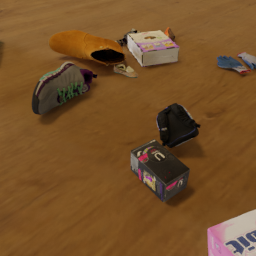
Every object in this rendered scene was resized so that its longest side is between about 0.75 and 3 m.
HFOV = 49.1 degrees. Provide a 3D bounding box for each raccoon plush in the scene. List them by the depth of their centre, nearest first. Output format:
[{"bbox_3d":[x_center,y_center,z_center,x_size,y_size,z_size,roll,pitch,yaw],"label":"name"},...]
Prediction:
[{"bbox_3d":[-0.052,-4.187,12.777,1.331,0.644,0.892,-5,32,-6],"label":"raccoon plush"}]

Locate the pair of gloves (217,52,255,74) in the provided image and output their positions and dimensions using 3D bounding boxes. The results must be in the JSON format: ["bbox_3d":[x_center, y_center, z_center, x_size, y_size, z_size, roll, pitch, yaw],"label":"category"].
[{"bbox_3d":[4.514,-2.566,11.095,1.943,0.221,1.562,-14,40,-18],"label":"pair of gloves"}]

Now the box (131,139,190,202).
[{"bbox_3d":[0.704,0.949,6.482,0.761,0.661,1.246,-26,47,-28],"label":"box"}]

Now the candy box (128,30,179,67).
[{"bbox_3d":[0.999,-3.362,11.681,1.573,0.671,1.875,-12,42,-14],"label":"candy box"}]

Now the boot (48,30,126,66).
[{"bbox_3d":[-1.630,-3.113,10.911,2.943,1.035,2.107,0,27,-12],"label":"boot"}]

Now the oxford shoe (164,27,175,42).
[{"bbox_3d":[1.932,-4.278,13.061,0.485,0.474,1.330,21,43,-7],"label":"oxford shoe"}]

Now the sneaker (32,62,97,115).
[{"bbox_3d":[-1.952,-1.316,8.986,1.219,1.037,2.786,14,41,9],"label":"sneaker"}]

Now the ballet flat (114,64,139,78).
[{"bbox_3d":[-0.090,-2.163,10.484,1.059,0.356,0.361,18,43,21],"label":"ballet flat"}]

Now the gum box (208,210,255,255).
[{"bbox_3d":[2.707,2.021,4.807,2.274,0.752,1.291,-15,22,-17],"label":"gum box"}]

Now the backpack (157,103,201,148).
[{"bbox_3d":[1.275,-0.082,7.363,1.078,0.830,1.026,-26,63,10],"label":"backpack"}]
